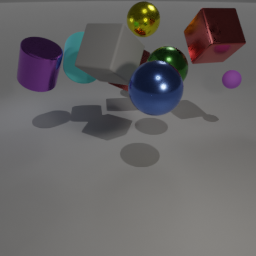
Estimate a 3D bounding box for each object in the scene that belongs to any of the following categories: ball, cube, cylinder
[{"bbox_3d":[3.899,-1.826,10.533,0.700,0.700,0.700,0,28,0],"label":"ball"},{"bbox_3d":[-0.538,-2.259,8.692,1.400,1.400,1.400,13,-5,31],"label":"cube"},{"bbox_3d":[0.062,-2.575,11.946,1.400,1.400,1.400,18,52,-32],"label":"cube"},{"bbox_3d":[3.049,-3.267,10.027,1.400,1.400,1.400,-7,-13,-17],"label":"cube"},{"bbox_3d":[-3.105,-2.225,9.837,1.400,1.400,1.400,15,41,-13],"label":"cylinder"},{"bbox_3d":[0.704,-1.008,7.137,1.400,1.400,1.400,0,28,0],"label":"ball"},{"bbox_3d":[-1.644,-2.585,10.298,1.400,1.400,1.400,-3,44,-6],"label":"cylinder"},{"bbox_3d":[0.639,-4.495,11.635,1.400,1.400,1.400,0,28,0],"label":"ball"},{"bbox_3d":[1.264,-1.952,9.177,1.400,1.400,1.400,0,28,0],"label":"ball"}]
